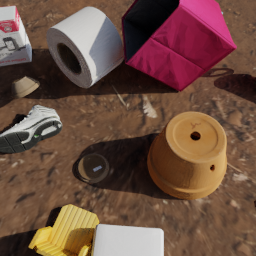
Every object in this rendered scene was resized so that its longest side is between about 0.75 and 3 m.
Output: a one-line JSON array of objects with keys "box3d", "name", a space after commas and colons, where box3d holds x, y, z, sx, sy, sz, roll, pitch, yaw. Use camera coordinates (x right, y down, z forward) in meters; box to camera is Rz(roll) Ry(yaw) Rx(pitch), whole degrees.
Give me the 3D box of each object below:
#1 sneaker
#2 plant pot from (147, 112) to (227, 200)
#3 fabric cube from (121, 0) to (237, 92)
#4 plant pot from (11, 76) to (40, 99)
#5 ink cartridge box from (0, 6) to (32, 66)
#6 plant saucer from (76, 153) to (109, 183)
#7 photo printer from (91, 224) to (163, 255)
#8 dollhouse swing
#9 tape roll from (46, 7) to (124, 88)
[{"box3d": [-3.702, -0.015, 10.326, 2.440, 0.921, 1.404, -21, 42, -10], "name": "sneaker"}, {"box3d": [1.991, 0.734, 9.046, 2.658, 1.861, 2.658, 0, 57, 1], "name": "plant pot"}, {"box3d": [1.789, -3.705, 10.736, 2.924, 2.933, 2.878, 21, 48, -31], "name": "fabric cube"}, {"box3d": [-4.130, -1.674, 11.017, 1.194, 0.551, 1.194, -20, 29, 12], "name": "plant pot"}, {"box3d": [-5.228, -3.786, 11.823, 1.698, 2.338, 0.975, -10, 60, -6], "name": "ink cartridge box"}, {"box3d": [-1.220, 1.350, 9.652, 1.134, 0.167, 1.134, 0, 56, -1], "name": "plant saucer"}, {"box3d": [-0.058, 3.917, 7.495, 2.016, 0.841, 2.423, 4, 56, 3], "name": "photo printer"}, {"box3d": [-1.687, 2.956, 7.981, 1.463, 1.330, 1.286, 18, 79, 12], "name": "dollhouse swing"}, {"box3d": [-1.702, -3.183, 11.214, 2.654, 2.654, 1.822, 37, 63, 22], "name": "tape roll"}]
